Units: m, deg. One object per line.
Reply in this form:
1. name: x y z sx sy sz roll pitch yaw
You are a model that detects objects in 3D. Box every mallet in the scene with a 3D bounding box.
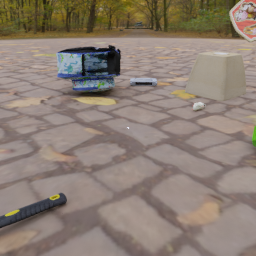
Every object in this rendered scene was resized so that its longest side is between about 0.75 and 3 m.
1. mallet: -1.937 1.471 3.997 2.440 0.502 0.804 -11 23 -34

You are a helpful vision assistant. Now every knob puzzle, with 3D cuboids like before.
1. knob puzzle: 3.315 -2.890 7.160 1.534 1.534 0.213 7 -2 18

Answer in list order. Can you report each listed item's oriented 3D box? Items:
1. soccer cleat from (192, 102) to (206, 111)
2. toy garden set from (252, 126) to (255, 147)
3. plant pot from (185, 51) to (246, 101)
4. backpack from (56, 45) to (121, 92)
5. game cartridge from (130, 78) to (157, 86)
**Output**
1. soccer cleat: 2.504 -0.762 9.853 0.293 0.262 0.755 17 24 30
2. toy garden set: 4.011 0.283 6.131 2.333 0.466 1.945 -11 14 30
3. plant pot: 3.751 -2.277 11.747 1.898 1.681 1.896 -18 28 -37
4. backpack: -1.665 -2.471 11.813 2.557 1.879 2.340 2 12 4
5. game cartridge: 0.756 -2.248 13.645 1.293 0.269 0.861 1 17 2
